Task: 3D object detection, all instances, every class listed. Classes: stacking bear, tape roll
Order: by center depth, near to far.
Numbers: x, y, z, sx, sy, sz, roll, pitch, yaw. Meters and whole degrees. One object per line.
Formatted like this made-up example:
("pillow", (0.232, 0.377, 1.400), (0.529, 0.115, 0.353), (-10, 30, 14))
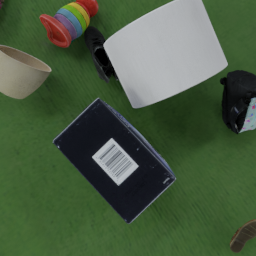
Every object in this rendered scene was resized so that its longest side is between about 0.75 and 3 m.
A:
("tape roll", (0.836, -1.685, 6.415), (2.379, 2.379, 1.633), (-26, 99, -3))
("stacking bear", (-1.424, -2.990, 7.544), (0.888, 0.948, 1.562), (31, 69, 19))

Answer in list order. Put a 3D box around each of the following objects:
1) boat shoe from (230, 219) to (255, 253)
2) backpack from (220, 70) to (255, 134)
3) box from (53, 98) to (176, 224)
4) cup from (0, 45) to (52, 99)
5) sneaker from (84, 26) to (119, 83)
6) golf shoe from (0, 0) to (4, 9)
("boat shoe", (2.831, 2.565, 6.858), (0.374, 0.353, 1.038), (35, 113, 5))
("backpack", (2.897, -0.570, 6.970), (0.938, 1.237, 1.483), (-12, 127, -4))
("box", (-0.183, 0.630, 6.355), (1.359, 2.187, 2.205), (-44, 85, 1))
("cup", (-2.728, -1.302, 6.955), (1.354, 1.354, 0.969), (29, 105, 4))
("sneaker", (-0.707, -1.980, 7.353), (0.561, 0.974, 1.868), (-18, 84, -8))
("golf shoe", (-4.326, -3.141, 7.561), (1.136, 0.895, 2.466), (13, 69, 32))
